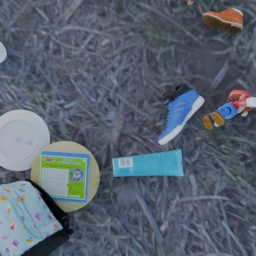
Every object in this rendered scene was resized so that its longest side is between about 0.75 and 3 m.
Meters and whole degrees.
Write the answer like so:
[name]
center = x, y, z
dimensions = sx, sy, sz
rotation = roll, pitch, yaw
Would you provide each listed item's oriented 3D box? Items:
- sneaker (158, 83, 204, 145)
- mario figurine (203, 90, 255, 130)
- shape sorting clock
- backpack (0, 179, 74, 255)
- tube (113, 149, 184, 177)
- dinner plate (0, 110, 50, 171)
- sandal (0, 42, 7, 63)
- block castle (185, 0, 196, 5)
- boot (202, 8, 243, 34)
[sneaker]
center = 1.588, -0.602, 10.238
dimensions = 1.320, 0.911, 2.373
rotation = 42, 81, -1
[mario figurine]
center = 3.763, -0.535, 9.962
dimensions = 2.131, 1.315, 1.129
rotation = -30, 124, -26
[shape sorting clock]
center = -2.283, 1.746, 10.180
dimensions = 2.552, 0.501, 2.552
rotation = 0, 93, 7
[backpack]
center = -3.490, 3.077, 9.271
dimensions = 2.330, 1.767, 2.792
rotation = -39, 78, 14
[tube]
center = 0.736, 1.343, 10.217
dimensions = 2.567, 0.647, 0.994
rotation = -3, 83, -4
[dinner plate]
center = -4.110, 0.439, 10.479
dimensions = 2.326, 0.282, 2.326
rotation = 0, 84, -1
[sandal]
center = -5.392, -3.090, 10.796
dimensions = 2.100, 0.516, 0.855
rotation = 37, 69, 17
[block castle]
center = 2.339, -5.836, 10.930
dimensions = 1.158, 0.813, 1.733
rotation = -41, 85, -5
[boot]
center = 3.707, -4.315, 10.908
dimensions = 1.608, 0.603, 0.862
rotation = 15, 79, -5
